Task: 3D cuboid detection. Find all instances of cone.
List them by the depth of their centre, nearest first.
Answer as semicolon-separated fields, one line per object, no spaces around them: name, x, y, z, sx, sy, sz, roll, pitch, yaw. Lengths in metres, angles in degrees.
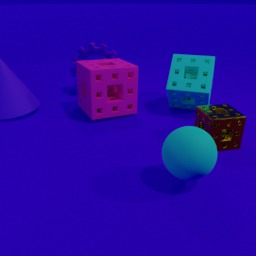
cone;-3.319;-1.209;7.612;1.494;1.499;1.494;-5;27;2

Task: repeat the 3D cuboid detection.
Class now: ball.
ball;1.033;0.426;4.736;0.909;0.909;0.909;0;26;0

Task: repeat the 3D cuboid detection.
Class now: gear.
gear;-1.048;-1.940;9.191;1.630;1.630;0.301;-3;-5;-6

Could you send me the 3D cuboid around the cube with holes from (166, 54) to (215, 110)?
cube with holes;1.745;-1.238;7.770;1.094;1.094;1.094;8;71;16

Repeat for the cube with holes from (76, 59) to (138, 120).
cube with holes;-0.594;-1.118;7.681;1.286;1.286;1.286;-9;25;-23

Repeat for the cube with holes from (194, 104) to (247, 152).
cube with holes;1.976;-0.017;6.150;0.766;0.766;0.766;-5;26;-11
